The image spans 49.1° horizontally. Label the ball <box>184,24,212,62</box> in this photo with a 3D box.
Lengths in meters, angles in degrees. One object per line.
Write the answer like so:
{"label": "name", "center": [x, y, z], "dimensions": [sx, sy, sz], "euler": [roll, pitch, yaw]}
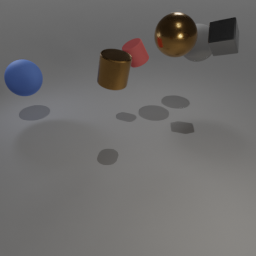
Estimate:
{"label": "ball", "center": [2.671, -3.264, 10.767], "dimensions": [1.400, 1.400, 1.400], "euler": [0, 30, 0]}

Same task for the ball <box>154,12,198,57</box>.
{"label": "ball", "center": [1.564, -3.032, 9.174], "dimensions": [1.400, 1.400, 1.400], "euler": [0, 30, 0]}

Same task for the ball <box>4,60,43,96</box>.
{"label": "ball", "center": [-4.040, -1.934, 10.868], "dimensions": [1.400, 1.400, 1.400], "euler": [0, 30, 0]}

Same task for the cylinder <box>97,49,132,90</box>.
{"label": "cylinder", "center": [-0.311, -1.310, 6.259], "dimensions": [0.700, 0.700, 0.700], "euler": [8, 36, -6]}

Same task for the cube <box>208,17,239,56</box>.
{"label": "cube", "center": [2.663, -2.509, 7.771], "dimensions": [0.700, 0.700, 0.700], "euler": [0, -18, 29]}

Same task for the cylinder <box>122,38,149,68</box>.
{"label": "cylinder", "center": [0.252, -2.495, 9.312], "dimensions": [0.700, 0.700, 0.700], "euler": [-20, 38, 16]}
